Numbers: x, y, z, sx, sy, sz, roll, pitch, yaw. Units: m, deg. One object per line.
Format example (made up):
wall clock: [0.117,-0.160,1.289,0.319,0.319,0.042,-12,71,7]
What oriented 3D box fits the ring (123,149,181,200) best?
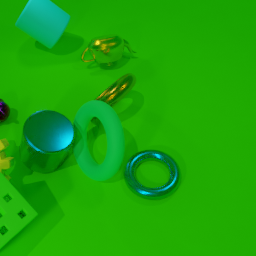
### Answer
ring: [0.563,1.056,6.536,1.345,0.269,1.345,0,47,0]

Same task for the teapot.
teapot: [-0.632,-2.575,9.343,1.971,0.965,1.226,-18,27,-15]

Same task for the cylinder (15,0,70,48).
cylinder: [-2.887,-3.655,9.553,1.342,1.342,1.342,31,41,-27]

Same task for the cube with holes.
cube with holes: [-2.543,1.637,5.051,1.127,1.127,1.127,48,52,1]

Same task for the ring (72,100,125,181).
ring: [-0.717,0.285,6.294,0.362,1.810,1.810,-5,42,-41]

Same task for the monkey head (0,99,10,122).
monkey head: [-3.630,-0.531,7.591,0.685,0.818,1.137,-33,35,-8]

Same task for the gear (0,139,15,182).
gear: [-3.370,0.771,5.958,1.744,1.744,0.323,-3,5,-3]

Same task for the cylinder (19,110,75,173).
cylinder: [-1.875,0.326,6.432,1.098,1.098,1.098,12,55,-18]

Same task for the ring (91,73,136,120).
ring: [-0.478,-0.852,7.544,0.343,1.716,1.716,49,53,-14]
